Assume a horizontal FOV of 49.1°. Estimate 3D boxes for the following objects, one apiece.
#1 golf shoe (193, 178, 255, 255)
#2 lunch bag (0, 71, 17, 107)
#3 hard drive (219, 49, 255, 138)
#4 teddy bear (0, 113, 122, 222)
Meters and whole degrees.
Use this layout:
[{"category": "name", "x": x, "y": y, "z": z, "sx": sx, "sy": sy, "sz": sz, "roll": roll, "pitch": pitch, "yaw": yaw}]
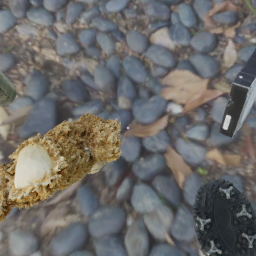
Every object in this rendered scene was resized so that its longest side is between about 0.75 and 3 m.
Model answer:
[{"category": "golf shoe", "x": 1.646, "y": 2.051, "z": 4.259, "sx": 0.977, "sy": 1.187, "sz": 2.513, "roll": -16, "pitch": 56, "yaw": 7}, {"category": "lunch bag", "x": -3.339, "y": -1.085, "z": 5.410, "sx": 2.061, "sy": 1.691, "sz": 1.212, "roll": 21, "pitch": 77, "yaw": -1}, {"category": "hard drive", "x": 1.557, "y": -0.535, "z": 3.582, "sx": 0.225, "sy": 0.832, "sz": 1.191, "roll": 25, "pitch": 52, "yaw": 24}, {"category": "teddy bear", "x": -0.950, "y": 0.526, "z": 4.029, "sx": 2.059, "sy": 2.839, "sz": 0.948, "roll": -36, "pitch": 92, "yaw": 1}]
